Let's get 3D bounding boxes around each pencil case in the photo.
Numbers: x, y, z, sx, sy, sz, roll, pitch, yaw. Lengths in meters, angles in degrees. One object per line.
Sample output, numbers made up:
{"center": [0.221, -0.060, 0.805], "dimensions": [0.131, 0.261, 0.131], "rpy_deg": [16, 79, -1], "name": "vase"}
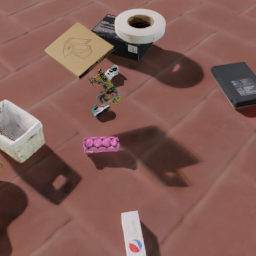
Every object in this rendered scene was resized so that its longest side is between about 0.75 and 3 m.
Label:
{"center": [-0.924, 0.612, 9.766], "dimensions": [1.240, 0.563, 0.581], "rpy_deg": [-5, 31, 2], "name": "pencil case"}

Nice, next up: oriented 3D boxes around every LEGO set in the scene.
{"center": [-0.862, -1.256, 9.626], "dimensions": [0.785, 1.042, 1.354], "rpy_deg": [-35, 93, 0], "name": "LEGO set"}

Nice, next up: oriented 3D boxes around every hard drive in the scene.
{"center": [4.786, -1.918, 12.001], "dimensions": [1.660, 0.391, 2.379], "rpy_deg": [-10, 51, -8], "name": "hard drive"}

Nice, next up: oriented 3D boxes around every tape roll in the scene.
{"center": [0.567, -4.764, 13.029], "dimensions": [2.378, 0.435, 2.378], "rpy_deg": [0, 50, 0], "name": "tape roll"}

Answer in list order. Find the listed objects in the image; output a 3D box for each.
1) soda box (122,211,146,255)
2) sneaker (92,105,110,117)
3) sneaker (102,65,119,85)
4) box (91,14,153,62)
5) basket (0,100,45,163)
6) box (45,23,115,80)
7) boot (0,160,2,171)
{"center": [0.159, 3.113, 7.816], "dimensions": [0.497, 0.465, 1.460], "rpy_deg": [-7, 51, -6], "name": "soda box"}
{"center": [-1.118, -0.785, 11.143], "dimensions": [0.761, 0.318, 0.459], "rpy_deg": [-33, 67, -23], "name": "sneaker"}
{"center": [-0.847, -2.341, 12.330], "dimensions": [0.444, 0.447, 1.234], "rpy_deg": [26, 57, 19], "name": "sneaker"}
{"center": [-0.262, -4.446, 13.680], "dimensions": [2.599, 1.025, 1.834], "rpy_deg": [21, 57, 17], "name": "box"}
{"center": [-4.015, 0.126, 9.812], "dimensions": [1.917, 1.183, 1.300], "rpy_deg": [30, 56, 21], "name": "basket"}
{"center": [-1.790, -2.840, 10.181], "dimensions": [1.712, 0.223, 2.094], "rpy_deg": [-44, 64, -12], "name": "box"}
{"center": [-4.410, 2.183, 8.260], "dimensions": [1.886, 0.932, 2.429], "rpy_deg": [36, 61, 27], "name": "boot"}
